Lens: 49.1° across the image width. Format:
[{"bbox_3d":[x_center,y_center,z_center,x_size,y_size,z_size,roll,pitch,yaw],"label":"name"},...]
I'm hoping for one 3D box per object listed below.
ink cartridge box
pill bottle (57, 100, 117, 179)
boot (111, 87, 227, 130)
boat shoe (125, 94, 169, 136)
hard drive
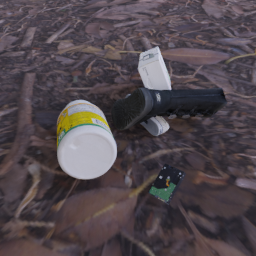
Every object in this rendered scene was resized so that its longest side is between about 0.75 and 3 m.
[{"bbox_3d":[0.887,-1.785,9.175,0.717,1.241,1.706,-19,26,15],"label":"ink cartridge box"},{"bbox_3d":[-1.118,0.122,7.017,1.311,1.311,2.324,-9,27,-10],"label":"pill bottle"},{"bbox_3d":[1.117,-0.566,8.070,2.677,0.879,2.207,-7,-6,-28],"label":"boot"},{"bbox_3d":[0.629,-0.479,8.414,0.715,0.620,1.677,-19,51,-36],"label":"boat shoe"},{"bbox_3d":[0.864,1.230,6.214,0.551,0.149,0.789,20,70,41],"label":"hard drive"}]
